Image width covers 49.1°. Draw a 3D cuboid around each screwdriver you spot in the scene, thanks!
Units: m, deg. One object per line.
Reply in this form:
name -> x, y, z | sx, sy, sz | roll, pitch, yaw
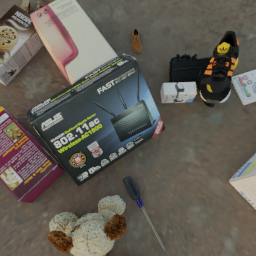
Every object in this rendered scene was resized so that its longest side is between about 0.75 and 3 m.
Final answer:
screwdriver -> 0.440, 2.275, 7.524 | 0.297, 0.309, 2.126 | -24, 80, -20

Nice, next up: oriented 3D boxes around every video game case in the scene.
video game case -> 3.780, -1.267, 8.679 | 0.887, 0.115, 0.974 | -18, 73, -6

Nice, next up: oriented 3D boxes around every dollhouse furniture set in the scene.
dollhouse furniture set -> -2.962, -3.962, 9.404 | 1.094, 0.570, 1.106 | 8, 72, -9

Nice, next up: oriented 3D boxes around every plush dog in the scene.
plush dog -> -0.861, 2.570, 6.608 | 2.013, 1.729, 1.615 | -18, 73, -6

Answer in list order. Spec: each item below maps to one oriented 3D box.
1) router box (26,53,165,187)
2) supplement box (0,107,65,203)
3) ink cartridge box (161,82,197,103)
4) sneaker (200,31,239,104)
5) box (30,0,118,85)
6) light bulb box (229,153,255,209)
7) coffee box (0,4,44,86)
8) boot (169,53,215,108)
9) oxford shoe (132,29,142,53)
router box -> -0.707, -0.203, 7.246 | 2.939, 2.203, 0.913 | -34, 31, -9
supplement box -> -3.009, 0.737, 7.573 | 2.330, 0.998, 1.286 | 43, 77, 12
ink cartridge box -> 1.482, -1.041, 8.306 | 0.945, 0.685, 0.395 | -2, 75, 0
sneaker -> 2.388, -1.639, 7.295 | 0.790, 1.016, 2.258 | 11, 51, 25
box -> -1.488, -2.262, 8.214 | 1.367, 1.604, 2.510 | -32, 75, -10
light bulb box -> 4.297, 0.874, 6.651 | 2.648, 2.672, 1.667 | -40, 78, -12
coffee box -> -3.658, -2.571, 8.701 | 1.217, 0.859, 2.153 | 33, 75, 10
boot -> 1.941, -1.444, 8.482 | 1.385, 0.625, 1.690 | 1, 80, 7
oxford shoe -> 0.268, -2.836, 9.090 | 0.297, 0.297, 0.833 | -9, 74, -4
